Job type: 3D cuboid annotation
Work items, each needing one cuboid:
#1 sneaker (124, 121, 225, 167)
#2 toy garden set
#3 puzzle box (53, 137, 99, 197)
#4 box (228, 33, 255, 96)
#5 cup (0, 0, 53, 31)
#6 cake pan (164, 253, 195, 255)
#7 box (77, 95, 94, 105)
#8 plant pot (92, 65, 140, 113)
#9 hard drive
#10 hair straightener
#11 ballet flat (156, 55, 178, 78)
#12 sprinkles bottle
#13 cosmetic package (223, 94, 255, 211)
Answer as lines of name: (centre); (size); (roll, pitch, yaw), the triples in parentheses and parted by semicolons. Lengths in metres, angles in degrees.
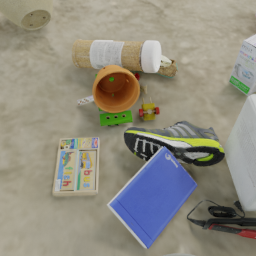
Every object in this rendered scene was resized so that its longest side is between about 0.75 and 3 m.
sneaker: (1.234, 0.338, 7.801); (2.719, 1.004, 1.100); (9, 43, 0)
toy garden set: (-0.059, -0.957, 9.034); (1.827, 0.437, 2.191); (-7, 52, -3)
puzzle box: (-1.362, 1.015, 7.617); (1.147, 0.219, 1.724); (-2, 52, -2)
box: (4.501, -2.317, 9.223); (1.966, 1.735, 0.951); (-29, 58, -21)
cup: (-4.017, -5.000, 11.120); (2.515, 2.515, 1.799); (-24, 82, -17)
cake pan: (1.081, 3.834, 5.273); (2.671, 0.490, 2.671); (0, 52, 0)
box: (-1.200, -0.914, 8.889); (0.863, 0.179, 0.167); (-15, 89, 21)
plant pot: (-0.421, -1.251, 8.271); (1.353, 1.353, 0.947); (-11, 37, -8)
hard drive: (0.657, 1.605, 6.746); (2.042, 0.259, 1.347); (-43, 95, -27)
hair straightener: (2.496, 2.150, 6.696); (2.136, 0.437, 0.822); (4, 52, 9)
ballet flat: (0.768, -2.371, 9.923); (2.093, 0.683, 0.738); (13, 48, 10)
sprinkles bottle: (-0.413, -2.455, 9.460); (2.968, 1.013, 1.013); (8, 52, 20)
cosmetic package: (3.679, 0.604, 6.610); (1.923, 2.299, 1.912); (-4, 53, -3)
